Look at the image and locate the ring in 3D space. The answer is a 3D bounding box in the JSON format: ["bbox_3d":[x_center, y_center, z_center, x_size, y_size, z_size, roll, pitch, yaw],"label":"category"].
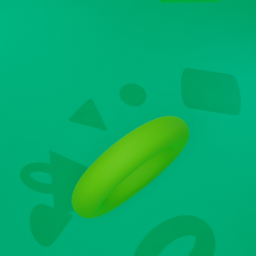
[{"bbox_3d":[0.080,0.614,4.235,2.081,2.081,0.416,-34,70,-16],"label":"ring"}]

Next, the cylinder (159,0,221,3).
[{"bbox_3d":[1.381,-3.450,6.050,1.360,1.360,1.360,4,63,11],"label":"cylinder"}]
